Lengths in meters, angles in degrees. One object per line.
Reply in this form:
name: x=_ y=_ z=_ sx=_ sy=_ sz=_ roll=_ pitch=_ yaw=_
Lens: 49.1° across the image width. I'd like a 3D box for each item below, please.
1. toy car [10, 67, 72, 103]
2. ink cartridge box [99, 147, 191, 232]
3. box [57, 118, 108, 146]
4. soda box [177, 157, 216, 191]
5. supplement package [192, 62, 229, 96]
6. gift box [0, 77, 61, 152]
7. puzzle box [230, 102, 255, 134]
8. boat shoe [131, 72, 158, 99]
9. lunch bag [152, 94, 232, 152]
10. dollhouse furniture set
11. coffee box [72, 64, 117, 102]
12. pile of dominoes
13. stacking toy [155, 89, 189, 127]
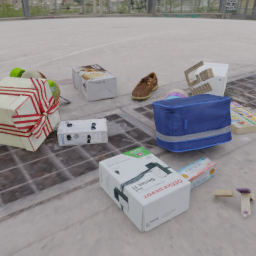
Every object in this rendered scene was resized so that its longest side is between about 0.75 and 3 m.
toy car: x=-3.823 y=-1.442 z=12.710 sx=2.100 sy=2.017 sz=2.557 roll=24 pitch=8 yaw=22
ink cartridge box: x=0.390 y=1.497 z=7.419 sx=1.544 sy=0.875 sz=2.106 roll=-17 pitch=32 yaw=-30
box: x=-1.659 y=0.137 z=10.403 sx=1.783 sy=0.536 sz=1.040 roll=-5 pitch=28 yaw=-8
soda box: x=1.899 y=1.373 z=8.114 sx=1.480 sy=0.470 sz=0.506 roll=-19 pitch=33 yaw=-33
supplement package: x=4.183 y=-2.312 z=14.132 sx=1.426 sy=1.421 sz=2.431 roll=10 pitch=29 yaw=19
gift box: x=-3.753 y=-0.604 z=9.756 sx=2.124 sy=2.275 sz=2.099 roll=9 pitch=48 yaw=18
puzzle box: x=4.551 y=-0.480 z=11.838 sx=1.574 sy=0.301 sz=2.366 roll=-8 pitch=28 yaw=-16
boat shoe: x=0.866 y=-2.206 z=14.497 sx=0.947 sy=0.889 sz=2.631 roll=12 pitch=30 yaw=21
lunch bag: x=2.275 y=-0.137 z=9.658 sx=2.675 sy=1.770 sz=1.817 roll=-9 pitch=14 yaw=-15
dollhouse furniture set: x=2.766 y=2.006 z=7.350 sx=0.958 sy=0.759 sz=0.680 roll=-9 pitch=62 yaw=33
coffee box: x=-1.811 y=-2.430 z=14.710 sx=1.553 sy=1.083 sz=2.716 roll=-12 pitch=30 yaw=-22
pile of dominoes: x=2.993 y=-2.012 z=11.672 sx=0.260 sy=1.272 sz=1.632 roll=-17 pitch=-1 yaw=-17
stacking toy: x=1.782 y=-0.602 z=11.463 sx=1.099 sy=1.099 sz=2.576 roll=10 pitch=35 yaw=18
